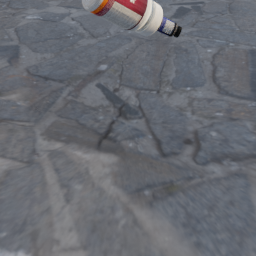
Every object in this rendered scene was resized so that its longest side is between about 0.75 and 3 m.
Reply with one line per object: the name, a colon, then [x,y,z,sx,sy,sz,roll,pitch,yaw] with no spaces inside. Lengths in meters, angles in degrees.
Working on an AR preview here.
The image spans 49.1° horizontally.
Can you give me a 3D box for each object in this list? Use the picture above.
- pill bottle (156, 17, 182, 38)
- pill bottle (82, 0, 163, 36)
pill bottle: [1.518,-3.835,10.685,1.000,0.559,0.559,17,35,-17]
pill bottle: [-0.110,-3.788,8.624,2.372,1.299,1.299,12,27,-39]
